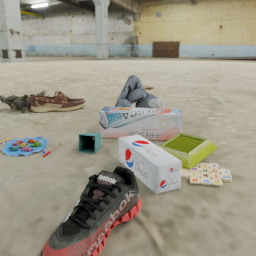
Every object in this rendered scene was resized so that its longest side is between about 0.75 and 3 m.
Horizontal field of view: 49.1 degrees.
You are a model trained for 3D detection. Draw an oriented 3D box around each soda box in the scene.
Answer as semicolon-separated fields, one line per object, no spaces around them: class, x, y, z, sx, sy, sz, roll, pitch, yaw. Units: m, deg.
soda box;0.440;-0.169;9.659;2.769;0.947;0.880;2;17;6
soda box;0.463;0.807;6.939;0.656;0.702;2.061;-8;19;-25

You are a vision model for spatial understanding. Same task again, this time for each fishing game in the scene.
fishing game;-3.157;0.482;8.706;2.020;0.314;1.447;6;21;17

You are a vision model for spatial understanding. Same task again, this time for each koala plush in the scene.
koala plush;0.595;-1.168;12.065;1.920;1.764;1.702;25;-4;-3

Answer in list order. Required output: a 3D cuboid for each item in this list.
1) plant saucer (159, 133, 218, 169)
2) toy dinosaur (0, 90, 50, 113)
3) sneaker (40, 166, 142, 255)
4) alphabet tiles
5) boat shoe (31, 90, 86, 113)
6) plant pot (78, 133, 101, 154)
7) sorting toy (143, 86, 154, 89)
plant saucer;1.569;0.537;7.837;1.346;0.323;1.348;-28;28;-36
toy dinosaur;-5.240;-1.220;13.452;2.767;1.065;1.415;-7;6;-6
sneaker;-0.523;1.332;4.581;0.811;1.120;2.293;13;23;30
alphabet tiles;1.907;1.128;6.948;1.230;0.090;1.203;3;17;10
boat shoe;-3.317;-1.336;13.440;2.626;0.945;0.947;-5;18;-17
plant pot;-1.109;0.411;8.598;0.537;0.538;0.761;5;10;16
sorting toy;1.376;-2.780;19.413;0.504;0.177;1.044;-6;19;-18
